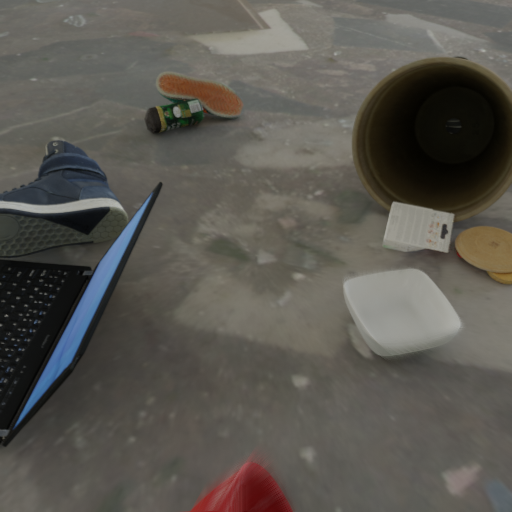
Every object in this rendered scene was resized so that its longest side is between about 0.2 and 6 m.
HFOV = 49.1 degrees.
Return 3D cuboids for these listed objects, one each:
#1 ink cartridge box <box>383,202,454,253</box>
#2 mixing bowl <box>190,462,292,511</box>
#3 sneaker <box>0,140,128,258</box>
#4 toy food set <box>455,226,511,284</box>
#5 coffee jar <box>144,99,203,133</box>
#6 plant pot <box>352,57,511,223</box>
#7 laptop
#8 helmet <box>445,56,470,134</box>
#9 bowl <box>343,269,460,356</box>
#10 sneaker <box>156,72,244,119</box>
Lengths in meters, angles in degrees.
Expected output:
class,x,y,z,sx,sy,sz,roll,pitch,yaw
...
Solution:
class,x,y,z,sx,sy,sz,roll,pitch,yaw
ink cartridge box,2.856,-0.455,9.871,1.088,0.272,0.875,14,60,12
mixing bowl,-0.205,2.990,4.913,1.093,2.017,2.017,-24,40,9
sneaker,-3.974,-1.083,9.867,2.911,1.107,2.104,-6,48,-30
toy food set,4.036,-0.081,9.569,1.243,0.302,1.230,24,45,26
coffee jar,-1.931,-3.260,13.078,1.302,0.556,0.679,-17,5,-19
plant pot,3.562,-2.297,10.653,2.896,2.896,2.512,18,26,20
laptop,-3.399,0.570,7.511,3.786,1.955,3.355,5,40,6
helmet,4.443,-3.275,12.267,1.795,1.795,1.712,-15,76,-17
bowl,2.086,0.885,8.235,1.423,0.532,1.425,-9,40,-11
sneaker,-1.341,-3.917,13.760,2.201,0.785,0.879,19,3,-4
